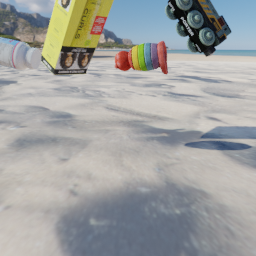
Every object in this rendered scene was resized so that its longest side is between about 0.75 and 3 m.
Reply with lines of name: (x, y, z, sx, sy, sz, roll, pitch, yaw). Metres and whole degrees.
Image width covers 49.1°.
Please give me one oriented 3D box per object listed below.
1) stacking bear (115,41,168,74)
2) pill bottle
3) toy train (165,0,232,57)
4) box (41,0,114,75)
stacking bear: (0.213, -1.240, 5.014, 0.923, 0.561, 0.525, -5, -21, 15)
pill bottle: (-2.439, -1.564, 5.936, 1.077, 0.585, 0.585, 13, 18, 6)
toy train: (2.074, -3.254, 8.310, 1.281, 2.249, 0.958, -38, 8, -20)
box: (-1.070, -2.677, 6.469, 1.127, 2.994, 0.750, -12, 50, -47)
